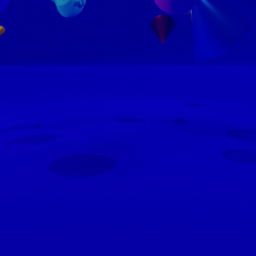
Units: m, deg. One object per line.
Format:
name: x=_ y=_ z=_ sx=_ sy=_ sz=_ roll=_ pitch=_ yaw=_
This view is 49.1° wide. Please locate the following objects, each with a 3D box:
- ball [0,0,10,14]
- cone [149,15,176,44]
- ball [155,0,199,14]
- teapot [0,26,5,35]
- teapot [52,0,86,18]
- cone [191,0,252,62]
ball: x=-2.502 y=-2.382 z=4.523 sx=1.186 sy=1.186 sz=1.186 roll=0 pitch=14 yaw=0
cone: x=1.415 y=-3.802 z=11.435 sx=1.102 sy=1.102 sz=1.107 roll=1 pitch=55 yaw=5
ball: x=0.885 y=-2.525 z=5.008 sx=0.917 sy=0.917 sz=0.917 roll=0 pitch=14 yaw=0
teapot: x=-3.570 y=-1.923 z=6.466 sx=0.815 sy=1.035 sz=1.664 roll=28 pitch=58 yaw=22
teapot: x=-1.729 y=-3.784 z=8.283 sx=1.460 sy=0.908 sz=0.715 roll=17 pitch=-7 yaw=29
cone: x=1.846 y=-2.638 z=6.599 sx=1.496 sy=1.501 sz=1.496 roll=-34 pitch=25 yaw=18
